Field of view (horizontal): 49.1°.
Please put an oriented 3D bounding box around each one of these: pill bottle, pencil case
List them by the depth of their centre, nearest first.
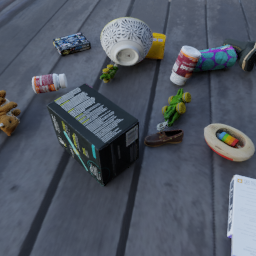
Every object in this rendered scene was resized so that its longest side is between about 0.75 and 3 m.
[{"bbox_3d":[-3.009,-1.730,10.820,1.208,0.662,0.662,-9,46,-1],"label":"pill bottle"},{"bbox_3d":[2.261,-2.467,11.192,0.803,1.406,0.803,13,38,-11],"label":"pill bottle"},{"bbox_3d":[3.421,-3.004,12.062,2.288,1.057,0.974,-10,47,-8],"label":"pencil case"}]

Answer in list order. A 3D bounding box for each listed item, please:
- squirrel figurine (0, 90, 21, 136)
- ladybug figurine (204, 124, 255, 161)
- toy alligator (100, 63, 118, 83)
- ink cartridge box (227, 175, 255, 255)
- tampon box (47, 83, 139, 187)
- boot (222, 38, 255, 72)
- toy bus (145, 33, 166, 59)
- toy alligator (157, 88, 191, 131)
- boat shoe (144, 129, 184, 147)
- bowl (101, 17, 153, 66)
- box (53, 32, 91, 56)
[{"bbox_3d":[-4.422,-0.334,9.589,1.466,1.038,1.369,-23,66,-13],"label":"squirrel figurine"},{"bbox_3d":[3.169,0.489,8.968,1.153,0.611,1.699,-33,54,-28],"label":"ladybug figurine"},{"bbox_3d":[-0.656,-2.376,11.747,0.395,0.544,1.643,11,38,18],"label":"toy alligator"},{"bbox_3d":[3.800,2.506,7.057,2.399,0.525,2.421,13,45,12],"label":"ink cartridge box"},{"bbox_3d":[-1.009,0.148,8.460,1.507,1.789,2.387,-35,55,-27],"label":"tampon box"},{"bbox_3d":[4.874,-3.339,12.593,1.762,0.987,2.548,21,36,25],"label":"boot"},{"bbox_3d":[0.331,-3.907,13.013,2.775,0.903,1.086,7,43,7],"label":"toy bus"},{"bbox_3d":[1.644,-0.541,9.989,0.802,0.581,2.420,-9,35,43],"label":"toy alligator"},{"bbox_3d":[1.193,0.278,9.291,1.325,0.466,0.466,-9,48,-7],"label":"boat shoe"},{"bbox_3d":[-0.040,-3.329,11.683,2.255,2.255,1.058,-1,57,-1],"label":"bowl"},{"bbox_3d":[-2.728,-4.084,13.594,1.531,0.352,1.217,-22,50,-20],"label":"box"}]
